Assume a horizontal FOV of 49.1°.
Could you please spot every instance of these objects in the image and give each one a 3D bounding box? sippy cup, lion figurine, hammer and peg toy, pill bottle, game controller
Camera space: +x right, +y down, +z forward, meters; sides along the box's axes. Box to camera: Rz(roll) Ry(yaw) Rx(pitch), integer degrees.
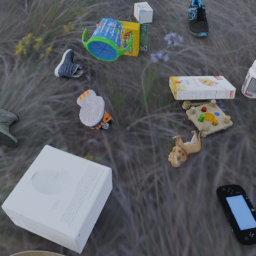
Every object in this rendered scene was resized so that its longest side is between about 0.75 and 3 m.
[{"bbox_3d":[-0.792,-3.441,10.729,1.692,1.329,1.240,25,70,-24],"label":"sippy cup"},{"bbox_3d":[2.141,0.695,9.940,1.677,0.608,1.027,-16,86,-21],"label":"lion figurine"},{"bbox_3d":[3.041,-0.607,10.983,1.374,0.659,1.868,-18,53,-15],"label":"hammer and peg toy"},{"bbox_3d":[5.360,-2.040,11.613,0.856,1.503,0.856,0,51,0],"label":"pill bottle"},{"bbox_3d":[3.427,2.589,8.535,0.979,0.395,1.877,-10,52,-8],"label":"game controller"}]

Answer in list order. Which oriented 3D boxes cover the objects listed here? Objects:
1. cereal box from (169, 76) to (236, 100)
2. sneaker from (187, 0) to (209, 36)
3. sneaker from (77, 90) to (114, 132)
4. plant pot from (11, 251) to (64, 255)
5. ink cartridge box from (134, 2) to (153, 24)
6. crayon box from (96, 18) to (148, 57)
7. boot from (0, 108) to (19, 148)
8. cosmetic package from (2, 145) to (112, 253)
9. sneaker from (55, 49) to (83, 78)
[{"bbox_3d":[3.021,-1.707,11.676,2.364,0.467,1.701,-2,29,-1],"label":"cereal box"},{"bbox_3d":[3.723,-5.988,15.096,1.023,1.145,2.795,-3,51,-3],"label":"sneaker"},{"bbox_3d":[-0.973,-0.387,9.907,0.991,1.431,2.555,-34,29,5],"label":"sneaker"},{"bbox_3d":[-2.150,3.975,6.668,1.941,1.941,1.303,12,86,10],"label":"plant pot"},{"bbox_3d":[0.857,-6.488,15.765,0.732,0.729,0.998,-14,52,-13],"label":"ink cartridge box"},{"bbox_3d":[-0.271,-4.331,13.502,2.378,1.495,0.613,10,51,8],"label":"crayon box"},{"bbox_3d":[-4.614,-0.118,10.650,1.892,0.641,1.236,27,50,19],"label":"boot"},{"bbox_3d":[-1.923,2.047,8.323,2.257,1.387,2.250,18,53,14],"label":"cosmetic package"},{"bbox_3d":[-2.504,-2.941,12.862,1.165,0.613,1.613,8,60,20],"label":"sneaker"}]
